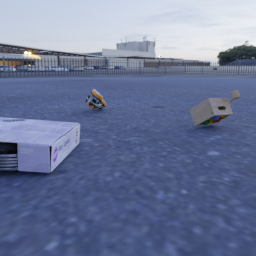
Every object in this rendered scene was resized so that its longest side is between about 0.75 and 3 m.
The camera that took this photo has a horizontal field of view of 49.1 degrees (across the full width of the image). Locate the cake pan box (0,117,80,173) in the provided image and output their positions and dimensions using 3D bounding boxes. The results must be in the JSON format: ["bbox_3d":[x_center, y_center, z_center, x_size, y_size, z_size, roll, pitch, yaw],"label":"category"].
[{"bbox_3d":[-2.201,0.251,5.669,2.047,0.581,2.222,2,11,2],"label":"cake pan box"}]

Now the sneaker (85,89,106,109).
[{"bbox_3d":[-1.366,-1.065,11.486,0.657,0.648,1.679,40,-5,11],"label":"sneaker"}]

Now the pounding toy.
[{"bbox_3d":[2.795,-0.558,8.349,1.198,0.624,1.364,-5,-18,-33],"label":"pounding toy"}]
